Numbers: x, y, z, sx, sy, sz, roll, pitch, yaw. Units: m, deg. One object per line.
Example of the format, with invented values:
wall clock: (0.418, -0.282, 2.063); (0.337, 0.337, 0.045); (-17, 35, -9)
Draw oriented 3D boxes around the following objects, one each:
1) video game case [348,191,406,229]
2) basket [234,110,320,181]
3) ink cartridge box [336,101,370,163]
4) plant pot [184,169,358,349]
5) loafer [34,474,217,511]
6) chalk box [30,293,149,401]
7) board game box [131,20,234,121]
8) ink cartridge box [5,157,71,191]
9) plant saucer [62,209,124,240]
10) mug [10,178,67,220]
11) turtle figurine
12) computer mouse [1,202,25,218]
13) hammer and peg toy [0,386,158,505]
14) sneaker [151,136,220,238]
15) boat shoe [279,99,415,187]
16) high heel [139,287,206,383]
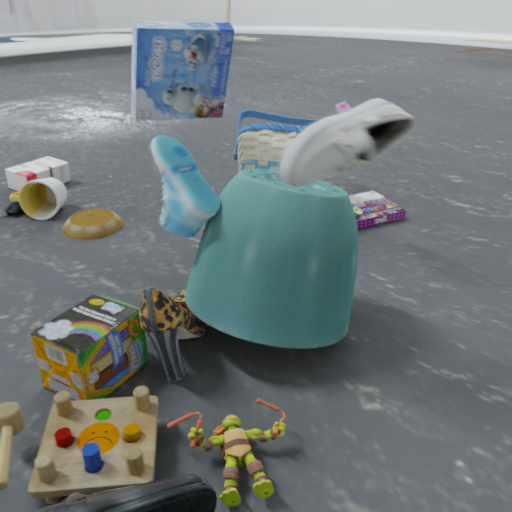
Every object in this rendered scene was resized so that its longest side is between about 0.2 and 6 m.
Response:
video game case: (2.593, -1.119, 13.466); (1.470, 0.263, 1.332); (-13, 31, -23)
basket: (0.569, -2.549, 13.994); (2.446, 1.929, 2.774); (9, 58, 5)
ink cartridge box: (1.931, -2.382, 10.772); (0.251, 0.715, 1.198); (-25, 46, 5)
plant pot: (0.371, -0.147, 8.991); (2.754, 2.210, 2.754); (10, 16, -3)
loafer: (-1.726, 2.762, 5.732); (2.645, 0.963, 0.956); (-11, 26, -22)
chalk box: (-2.298, 1.280, 8.336); (1.016, 1.009, 1.628); (16, 31, 29)
board game box: (-1.624, -3.958, 12.099); (2.070, 2.080, 0.451); (-7, 46, -20)
ink cartridge box: (-5.844, -2.171, 15.073); (0.968, 0.564, 1.337); (19, 34, 31)
plant saucer: (-3.759, -0.786, 12.882); (1.401, 0.248, 1.401); (0, 29, 0)
mug: (-5.140, -1.508, 13.472); (1.182, 0.947, 0.970); (30, 20, -7)
turtle figurine: (-0.297, 2.394, 6.832); (1.515, 0.488, 1.222); (0, 35, -13)
computer mouse: (-5.982, -1.037, 13.284); (0.531, 0.309, 1.813); (15, 33, 24)
hammer and peg toy: (-2.200, 2.315, 6.774); (1.968, 0.694, 1.448); (-3, 30, -6)
sneaker: (-1.306, -0.990, 8.703); (0.653, 1.071, 1.641); (-10, 60, -42)
boat shoe: (1.194, -1.374, 7.073); (1.969, 0.709, 0.647); (-28, 43, -26)
high heel: (-1.312, 0.703, 8.764); (0.769, 1.536, 2.155); (-9, 29, 4)
